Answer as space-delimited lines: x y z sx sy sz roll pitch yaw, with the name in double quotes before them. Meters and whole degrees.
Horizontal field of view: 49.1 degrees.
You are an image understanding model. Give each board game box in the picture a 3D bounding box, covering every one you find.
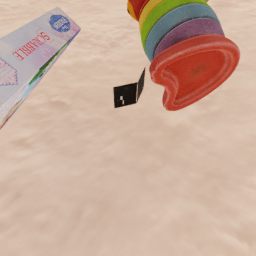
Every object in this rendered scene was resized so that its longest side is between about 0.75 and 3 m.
"board game box" -2.098 -0.363 4.348 0.579 2.815 2.808 40 31 -17

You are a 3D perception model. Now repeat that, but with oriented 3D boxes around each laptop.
"laptop" 0.037 -0.891 6.244 0.837 0.742 0.432 -13 58 -9

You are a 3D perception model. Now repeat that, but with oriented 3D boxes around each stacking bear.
"stacking bear" 0.834 -2.038 5.587 1.589 1.697 2.795 -25 61 8

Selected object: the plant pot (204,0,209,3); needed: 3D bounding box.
"plant pot" 1.075 -3.538 7.198 2.594 2.594 1.197 7 81 8
